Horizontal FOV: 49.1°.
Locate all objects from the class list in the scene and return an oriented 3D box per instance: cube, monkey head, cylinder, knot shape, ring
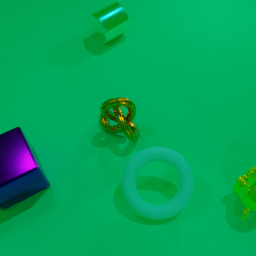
[{"bbox_3d":[-2.819,0.987,6.750,1.264,1.264,1.264,-27,64,-16],"label":"cube"},{"bbox_3d":[3.131,1.443,6.540,1.584,1.139,0.954,-49,55,24],"label":"monkey head"},{"bbox_3d":[-0.651,-3.591,9.611,1.048,1.048,1.048,-36,65,-19],"label":"cylinder"},{"bbox_3d":[-0.250,-0.334,7.487,1.453,1.359,0.671,34,63,22],"label":"knot shape"},{"bbox_3d":[0.701,1.311,6.666,1.737,0.347,1.737,0,91,-1],"label":"ring"}]
